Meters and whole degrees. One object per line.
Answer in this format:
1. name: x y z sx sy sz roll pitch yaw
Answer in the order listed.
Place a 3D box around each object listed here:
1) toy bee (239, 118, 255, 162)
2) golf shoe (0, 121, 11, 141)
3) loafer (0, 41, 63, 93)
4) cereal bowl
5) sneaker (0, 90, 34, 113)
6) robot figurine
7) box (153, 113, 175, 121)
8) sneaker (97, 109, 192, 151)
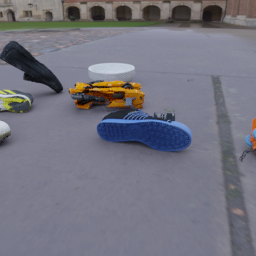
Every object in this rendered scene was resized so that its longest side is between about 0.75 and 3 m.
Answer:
1. toy bee: 3.533 0.420 7.423 0.808 1.487 0.974 30 -8 5
2. golf shoe: -4.702 -0.262 8.129 2.825 1.301 1.026 10 24 17
3. loafer: -3.993 -2.373 11.815 1.024 2.918 0.991 -46 39 3
4. cereal bowl: -0.775 -2.440 13.379 2.233 0.930 2.233 1 24 0
5. sneaker: -4.689 -1.054 10.639 2.266 0.844 0.959 10 19 1
6. robot figurine: -0.857 -1.301 10.971 2.887 0.840 2.093 -1 24 -4
7. box: 1.150 -0.139 8.930 0.708 0.396 1.004 0 24 9
8. sneaker: 0.513 -0.073 8.079 2.773 0.972 1.080 8 33 20
